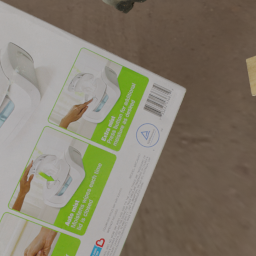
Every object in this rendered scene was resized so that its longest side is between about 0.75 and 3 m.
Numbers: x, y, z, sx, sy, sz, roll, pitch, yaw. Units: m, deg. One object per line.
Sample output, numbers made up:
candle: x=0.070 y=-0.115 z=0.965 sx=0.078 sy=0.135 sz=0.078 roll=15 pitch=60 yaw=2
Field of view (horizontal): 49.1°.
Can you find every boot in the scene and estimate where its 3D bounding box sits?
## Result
boot: x=-0.456 y=-3.180 z=5.472 sx=1.859 sy=2.845 sz=0.963 roll=16 pitch=88 yaw=-20

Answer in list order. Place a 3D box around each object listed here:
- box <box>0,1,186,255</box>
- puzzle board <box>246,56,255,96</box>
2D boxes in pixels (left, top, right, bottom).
box: x=-1.132 y=0.399 z=3.355 sx=2.566 sy=1.406 sz=2.909 roll=23 pitch=83 yaw=-6
puzzle board: x=3.282 y=-1.293 z=6.062 sx=1.267 sy=0.110 sz=0.955 roll=-15 pitch=63 yaw=35
